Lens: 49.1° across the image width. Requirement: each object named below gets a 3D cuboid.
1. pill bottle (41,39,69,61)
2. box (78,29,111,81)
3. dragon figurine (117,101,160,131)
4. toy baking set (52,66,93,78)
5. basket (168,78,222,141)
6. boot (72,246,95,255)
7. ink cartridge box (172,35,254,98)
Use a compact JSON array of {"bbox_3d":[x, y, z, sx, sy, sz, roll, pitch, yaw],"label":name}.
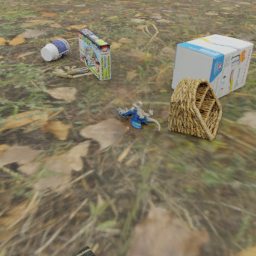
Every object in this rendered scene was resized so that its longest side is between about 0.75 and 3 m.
[{"bbox_3d":[-3.549,-3.795,13.662,0.794,0.794,1.372,14,36,20],"label":"pill bottle"},{"bbox_3d":[-1.492,-3.269,12.239,0.470,1.491,2.709,-14,36,-22],"label":"box"},{"bbox_3d":[0.380,-0.289,8.655,1.596,0.793,0.470,39,45,18],"label":"dragon figurine"},{"bbox_3d":[-2.421,-2.476,12.207,1.662,0.193,1.275,19,38,26],"label":"toy baking set"},{"bbox_3d":[2.162,-0.737,8.543,1.404,1.345,1.884,14,36,22],"label":"basket"},{"bbox_3d":[-0.807,2.424,4.761,0.762,0.295,0.527,-29,48,-35],"label":"boot"},{"bbox_3d":[3.152,-2.298,10.514,2.397,1.765,1.734,-25,41,-32],"label":"ink cartridge box"}]
